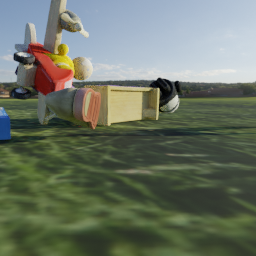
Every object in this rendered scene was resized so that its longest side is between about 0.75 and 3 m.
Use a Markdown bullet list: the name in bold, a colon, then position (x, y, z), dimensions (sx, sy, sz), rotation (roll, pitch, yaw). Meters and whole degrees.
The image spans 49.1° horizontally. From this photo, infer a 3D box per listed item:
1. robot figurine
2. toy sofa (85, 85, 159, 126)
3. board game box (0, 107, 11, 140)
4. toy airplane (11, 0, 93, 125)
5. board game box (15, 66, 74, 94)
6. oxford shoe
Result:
- **robot figurine**: position (1.406, -1.226, 10.952), dimensions (1.322, 1.098, 1.760), rotation (-3, -23, 19)
- **toy sofa**: position (-0.265, -0.808, 9.326), dimensions (1.394, 1.183, 2.857), rotation (7, 10, 38)
- **board game box**: position (-3.659, -0.079, 5.790), dimensions (2.144, 0.482, 1.631), rotation (-3, 13, -27)
- **toy airplane**: position (-2.017, -1.738, 7.623), dimensions (2.057, 2.902, 2.915), rotation (3, -16, -23)
- **board game box**: position (-2.402, -1.280, 9.656), dimensions (2.634, 0.425, 1.581), rotation (39, 27, 12)
- **oxford shoe**: position (-0.996, -0.433, 5.522), dimensions (0.781, 0.749, 2.115), rotation (8, -7, 2)
